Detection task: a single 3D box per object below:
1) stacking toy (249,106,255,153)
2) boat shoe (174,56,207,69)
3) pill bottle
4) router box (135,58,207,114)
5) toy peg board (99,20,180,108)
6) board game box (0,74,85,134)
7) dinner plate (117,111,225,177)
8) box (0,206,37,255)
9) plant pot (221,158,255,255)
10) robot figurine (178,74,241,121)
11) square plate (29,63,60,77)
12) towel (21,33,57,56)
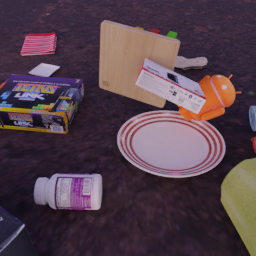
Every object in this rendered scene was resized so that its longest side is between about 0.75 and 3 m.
[{"bbox_3d":[3.822,-0.270,7.898,0.779,1.671,1.845,-7,39,11],"label":"stacking toy"},{"bbox_3d":[2.513,-2.700,11.845,1.625,0.463,0.543,2,74,9],"label":"boat shoe"},{"bbox_3d":[-1.335,1.442,6.377,1.434,0.805,0.805,1,39,0],"label":"pill bottle"},{"bbox_3d":[1.033,-1.099,6.985,1.642,0.401,1.473,24,24,-6],"label":"router box"},{"bbox_3d":[0.366,-2.045,8.413,2.189,2.198,1.075,19,45,11],"label":"toy peg board"},{"bbox_3d":[-3.022,-0.869,9.255,2.693,0.764,2.226,5,41,5],"label":"board game box"},{"bbox_3d":[1.186,0.402,7.927,2.984,0.362,2.984,0,37,0],"label":"dinner plate"},{"bbox_3d":[-2.839,2.040,4.868,2.415,1.787,1.260,24,44,25],"label":"box"},{"bbox_3d":[2.915,1.679,5.200,2.334,2.334,2.146,-9,29,-11],"label":"plant pot"},{"bbox_3d":[2.346,-0.903,8.284,1.787,1.042,1.285,-27,9,24],"label":"robot figurine"},{"bbox_3d":[-3.445,-2.372,11.603,0.931,0.134,0.940,13,41,17],"label":"square plate"},{"bbox_3d":[-4.319,-4.127,13.685,1.578,0.245,2.182,-6,40,-6],"label":"towel"}]
